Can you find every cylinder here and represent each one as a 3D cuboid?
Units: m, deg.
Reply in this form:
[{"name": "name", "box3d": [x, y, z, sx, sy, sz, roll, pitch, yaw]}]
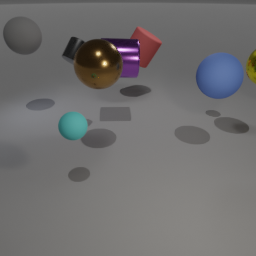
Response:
[{"name": "cylinder", "box3d": [0.667, -3.830, 13.329, 1.400, 1.400, 1.400, 28, 25, -14]}, {"name": "cylinder", "box3d": [-0.321, -2.567, 10.320, 1.400, 1.400, 1.400, 1, 27, -3]}, {"name": "cylinder", "box3d": [-1.653, -2.421, 8.941, 0.700, 0.700, 0.700, 26, -4, 2]}]

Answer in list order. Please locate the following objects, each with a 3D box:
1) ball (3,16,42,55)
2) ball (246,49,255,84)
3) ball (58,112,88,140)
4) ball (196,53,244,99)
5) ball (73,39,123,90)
[{"name": "ball", "box3d": [-4.022, -3.523, 10.725, 1.400, 1.400, 1.400, 0, 28, 0]}, {"name": "ball", "box3d": [4.657, -2.057, 9.276, 1.400, 1.400, 1.400, 0, 28, 0]}, {"name": "ball", "box3d": [-1.335, -0.049, 6.793, 0.700, 0.700, 0.700, 0, 28, 0]}, {"name": "ball", "box3d": [2.809, -1.599, 8.623, 1.400, 1.400, 1.400, 0, 28, 0]}, {"name": "ball", "box3d": [-0.839, -1.798, 7.953, 1.400, 1.400, 1.400, 0, 28, 0]}]
